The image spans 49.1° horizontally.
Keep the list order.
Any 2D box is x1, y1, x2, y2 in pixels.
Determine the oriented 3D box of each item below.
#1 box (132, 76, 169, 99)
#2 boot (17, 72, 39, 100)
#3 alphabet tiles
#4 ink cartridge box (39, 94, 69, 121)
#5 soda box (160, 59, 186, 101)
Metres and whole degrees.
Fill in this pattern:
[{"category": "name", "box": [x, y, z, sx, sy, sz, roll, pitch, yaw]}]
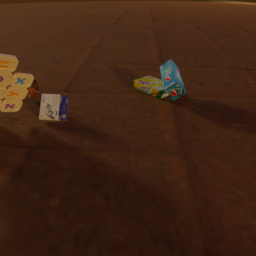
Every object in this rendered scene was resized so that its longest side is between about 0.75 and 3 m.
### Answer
[{"category": "box", "box": [0.879, -1.516, 10.123, 0.863, 0.356, 1.471, -22, 39, -34]}, {"category": "boot", "box": [-3.184, -1.472, 9.009, 0.396, 1.076, 0.832, -36, 6, -30]}, {"category": "alphabet tiles", "box": [-3.641, -0.920, 7.003, 2.311, 2.363, 0.172, -6, 54, -47]}, {"category": "ink cartridge box", "box": [-2.142, -0.599, 8.111, 0.771, 0.769, 0.156, 2, -13, -2]}, {"category": "soda box", "box": [1.471, -1.632, 9.352, 0.505, 0.534, 1.575, -32, 34, 25]}]
